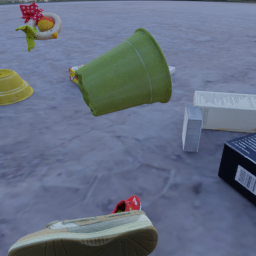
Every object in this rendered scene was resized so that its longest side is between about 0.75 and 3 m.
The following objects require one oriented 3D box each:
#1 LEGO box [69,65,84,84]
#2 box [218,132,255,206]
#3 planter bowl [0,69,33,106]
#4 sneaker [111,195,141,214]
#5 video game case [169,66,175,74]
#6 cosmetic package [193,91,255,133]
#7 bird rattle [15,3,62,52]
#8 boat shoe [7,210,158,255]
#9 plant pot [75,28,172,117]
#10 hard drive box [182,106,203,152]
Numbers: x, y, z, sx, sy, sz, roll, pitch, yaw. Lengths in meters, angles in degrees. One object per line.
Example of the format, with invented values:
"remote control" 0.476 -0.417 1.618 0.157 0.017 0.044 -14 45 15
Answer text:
"LEGO box" -2.080 -2.661 14.257 1.237 0.641 1.661 -21 37 -31
"box" 3.866 1.083 7.385 1.974 1.244 2.008 -15 34 -24
"planter bowl" -5.743 -2.029 12.812 2.545 1.060 2.545 0 30 0
"sneaker" -0.032 1.902 6.655 0.464 0.512 1.205 8 21 25
"video game case" 0.750 -3.066 15.252 2.868 0.316 2.614 17 35 26
"cosmetic package" 3.844 -0.611 10.487 2.747 0.976 1.445 6 31 10
"bird rattle" -3.127 -3.645 10.048 1.557 1.076 1.909 2 53 2
"boat shoe" -0.867 2.263 5.712 2.896 1.056 0.911 -7 22 -15
"plant pot" -0.240 -1.253 7.330 2.001 2.107 2.107 -24 36 -13
"hard drive box" 2.088 0.020 9.194 0.472 1.228 0.957 4 32 5
